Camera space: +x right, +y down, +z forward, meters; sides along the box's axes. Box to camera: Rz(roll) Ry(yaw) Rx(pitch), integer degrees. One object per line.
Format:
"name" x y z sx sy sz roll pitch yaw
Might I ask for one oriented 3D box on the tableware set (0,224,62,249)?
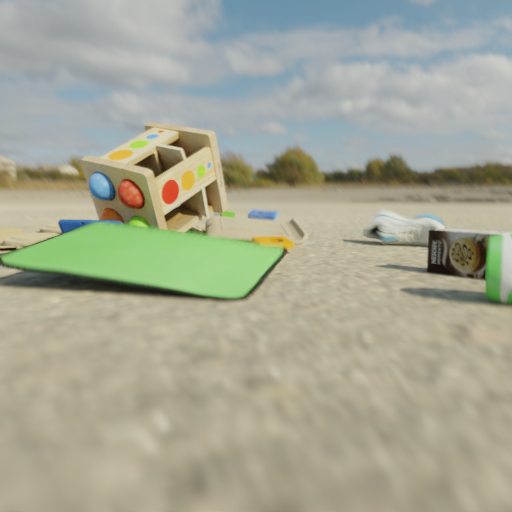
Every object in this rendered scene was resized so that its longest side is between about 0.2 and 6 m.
"tableware set" -3.878 -0.328 11.168 3.617 0.420 3.021 6 10 43

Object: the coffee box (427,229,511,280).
"coffee box" 2.900 -0.028 7.547 0.442 0.626 1.108 -5 7 -37

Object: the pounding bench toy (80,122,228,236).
"pounding bench toy" -1.726 -0.788 10.024 1.557 2.507 1.955 16 41 31

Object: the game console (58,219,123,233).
"game console" -2.514 -0.284 9.394 1.202 0.711 1.026 3 8 16

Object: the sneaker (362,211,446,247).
"sneaker" 3.062 -0.446 11.719 0.826 0.714 1.905 -30 24 -33

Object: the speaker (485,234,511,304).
"speaker" 3.173 0.161 5.425 1.736 0.768 0.768 3 7 24

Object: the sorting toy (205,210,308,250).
"sorting toy" -0.053 -0.391 10.806 1.856 0.449 3.297 1 14 -5

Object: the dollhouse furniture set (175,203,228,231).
"dollhouse furniture set" -0.917 -0.916 13.301 2.589 1.000 1.294 6 9 34

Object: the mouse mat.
"mouse mat" -1.299 -0.014 7.260 3.119 0.117 2.510 9 16 13
